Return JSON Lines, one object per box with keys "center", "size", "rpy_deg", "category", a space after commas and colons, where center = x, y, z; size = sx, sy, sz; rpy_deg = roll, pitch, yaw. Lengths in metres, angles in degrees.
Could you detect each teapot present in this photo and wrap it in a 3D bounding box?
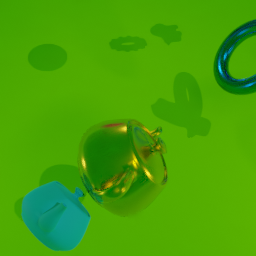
{"center": [-0.754, 0.929, 3.126], "size": [0.801, 1.288, 0.631], "rpy_deg": [45, 80, 4], "category": "teapot"}
{"center": [0.041, 0.382, 3.442], "size": [0.944, 1.928, 1.199], "rpy_deg": [-29, 97, 21], "category": "teapot"}

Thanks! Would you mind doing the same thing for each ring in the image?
{"center": [2.757, -1.622, 6.385], "size": [0.364, 1.818, 1.818], "rpy_deg": [19, 50, -35], "category": "ring"}
